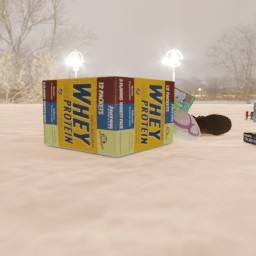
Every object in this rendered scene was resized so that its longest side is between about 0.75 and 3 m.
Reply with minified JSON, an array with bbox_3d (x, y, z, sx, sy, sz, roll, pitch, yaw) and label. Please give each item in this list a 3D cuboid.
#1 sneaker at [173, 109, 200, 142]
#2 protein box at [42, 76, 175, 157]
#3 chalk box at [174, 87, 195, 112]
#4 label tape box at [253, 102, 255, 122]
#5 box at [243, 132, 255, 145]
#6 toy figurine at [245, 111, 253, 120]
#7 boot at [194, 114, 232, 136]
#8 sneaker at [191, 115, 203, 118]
[{"bbox_3d":[1.164,-0.115,8.539,2.284,1.138,0.855,32,46,31],"label":"sneaker"},{"bbox_3d":[-0.460,-0.405,7.341,2.506,1.691,2.488,5,8,38],"label":"protein box"},{"bbox_3d":[2.224,-1.127,13.316,1.457,1.450,2.342,28,11,8],"label":"chalk box"},{"bbox_3d":[6.531,-0.759,13.788,0.330,0.998,0.715,-2,7,-17],"label":"label tape box"},{"bbox_3d":[3.902,0.312,7.396,1.193,0.299,1.202,-2,7,-8],"label":"box"},{"bbox_3d":[6.743,-0.629,15.058,0.744,0.526,0.755,2,2,-38],"label":"toy figurine"},{"bbox_3d":[2.225,-0.133,9.972,2.047,0.705,2.196,-1,2,-15],"label":"boot"},{"bbox_3d":[2.944,-0.214,11.025,0.515,0.541,1.366,-3,8,-42],"label":"sneaker"}]
